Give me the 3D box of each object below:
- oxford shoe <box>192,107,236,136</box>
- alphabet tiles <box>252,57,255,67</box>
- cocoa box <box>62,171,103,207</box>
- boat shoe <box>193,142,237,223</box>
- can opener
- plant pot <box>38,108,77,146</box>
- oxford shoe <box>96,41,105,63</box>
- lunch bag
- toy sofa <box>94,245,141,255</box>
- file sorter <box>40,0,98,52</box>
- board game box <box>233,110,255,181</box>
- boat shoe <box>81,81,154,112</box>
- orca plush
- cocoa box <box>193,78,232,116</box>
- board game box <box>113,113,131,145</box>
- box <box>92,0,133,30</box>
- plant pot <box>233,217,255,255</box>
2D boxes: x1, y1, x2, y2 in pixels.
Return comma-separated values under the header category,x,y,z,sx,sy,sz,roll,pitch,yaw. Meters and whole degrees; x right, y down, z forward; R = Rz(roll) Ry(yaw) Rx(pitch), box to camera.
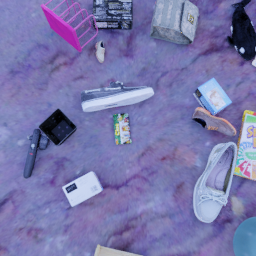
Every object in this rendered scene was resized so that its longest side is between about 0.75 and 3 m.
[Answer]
category,x,y,z,sx,sy,sz,roll,pitch,yaw
oxford shoe,3.149,-0.089,10.405,1.704,0.607,0.621,30,56,16
alphabet tiles,5.681,-2.538,11.224,1.277,0.095,1.306,31,80,7
cocoa box,-1.577,2.153,9.952,1.168,0.766,0.779,-28,80,-5
boat shoe,3.134,1.890,9.911,1.083,0.943,2.940,24,80,5
can opener,-3.482,0.928,10.285,0.737,0.594,1.874,15,79,2
plant pot,-2.483,0.044,10.308,1.010,0.896,1.007,44,83,8
oxford shoe,-1.078,-3.039,11.148,0.311,0.325,0.879,-5,81,-43
lunch bag,1.892,-4.256,11.089,1.817,1.068,1.490,12,79,-4
toy sofa,-0.259,4.656,9.542,1.903,0.929,0.788,12,54,3
file sorter,-2.189,-4.133,10.810,1.800,1.251,1.129,42,78,16
board game box,4.760,0.633,10.490,1.230,0.386,2.575,15,77,2
boat shoe,-0.434,-1.333,10.594,2.752,0.987,0.933,-12,80,5
orca plush,4.766,-4.062,11.099,1.365,0.923,2.595,10,79,2
cocoa box,3.174,-1.140,10.600,0.782,0.769,1.172,-33,81,-6
board game box,-0.226,0.030,10.702,0.617,0.138,1.177,-6,79,1
box,-0.608,-4.764,11.354,1.606,0.692,1.315,0,79,0
plant pot,4.719,4.023,9.167,1.983,1.591,1.983,0,79,-1
